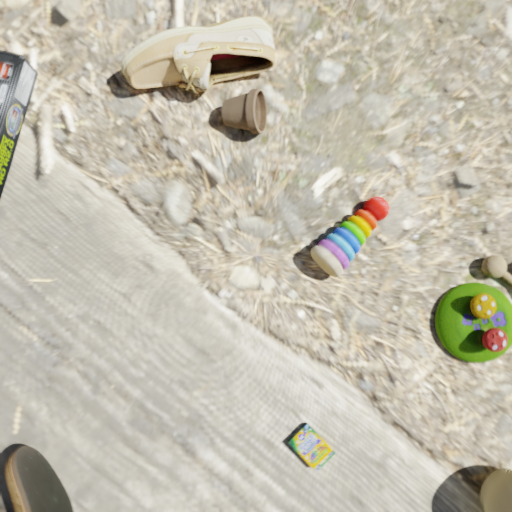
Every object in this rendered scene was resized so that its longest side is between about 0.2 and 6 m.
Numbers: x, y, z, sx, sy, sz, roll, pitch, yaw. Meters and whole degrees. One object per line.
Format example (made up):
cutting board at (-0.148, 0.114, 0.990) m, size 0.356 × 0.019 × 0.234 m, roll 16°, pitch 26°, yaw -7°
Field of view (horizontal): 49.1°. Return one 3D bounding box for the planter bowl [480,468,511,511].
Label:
planter bowl at (4.059, 3.861, 8.700) m, size 1.266 × 0.852 × 1.266 m, roll -6°, pitch 105°, yaw -22°

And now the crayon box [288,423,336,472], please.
crayon box at (0.925, 3.168, 9.233) m, size 0.444 × 0.182 × 0.706 m, roll -44°, pitch 86°, yaw -4°

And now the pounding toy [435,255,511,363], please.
pounding toy at (3.853, 0.946, 9.157) m, size 1.360 × 0.818 × 1.762 m, roll 43°, pitch 86°, yaw 4°

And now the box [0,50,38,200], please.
box at (-5.422, -2.135, 9.561) m, size 2.475 × 0.684 × 3.089 m, roll 14°, pitch 84°, yaw 2°

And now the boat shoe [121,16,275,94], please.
boat shoe at (-0.937, -3.278, 9.513) m, size 2.662 × 0.981 × 0.921 m, roll -17°, pitch 74°, yaw -2°

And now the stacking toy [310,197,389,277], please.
stacking toy at (1.668, -0.381, 9.438) m, size 1.563 × 0.667 × 0.667 m, roll -44°, pitch 85°, yaw -9°

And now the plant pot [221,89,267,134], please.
plant pot at (-0.223, -2.468, 9.645) m, size 0.663 × 0.760 × 0.760 m, roll 1°, pitch 83°, yaw 18°

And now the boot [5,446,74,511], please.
boot at (-3.399, 4.553, 8.690) m, size 1.167 × 1.139 × 3.093 m, roll -23°, pitch 86°, yaw 8°
